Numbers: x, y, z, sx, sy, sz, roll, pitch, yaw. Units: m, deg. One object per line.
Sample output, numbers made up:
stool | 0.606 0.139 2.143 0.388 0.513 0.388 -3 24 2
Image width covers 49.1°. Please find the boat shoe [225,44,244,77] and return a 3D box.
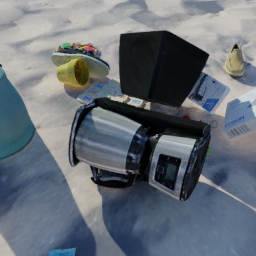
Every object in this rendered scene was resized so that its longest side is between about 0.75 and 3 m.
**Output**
boat shoe | 4.579 -2.981 11.986 0.776 0.825 2.167 6 40 8

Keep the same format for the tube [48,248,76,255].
tube | -1.266 2.886 5.217 0.547 0.356 1.412 2 34 -11

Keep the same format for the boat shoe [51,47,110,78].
boat shoe | -1.834 -2.833 11.640 2.845 1.063 0.943 13 52 29

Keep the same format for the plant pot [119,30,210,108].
plant pot | 0.965 -1.791 9.084 2.171 1.931 2.176 10 4 -41

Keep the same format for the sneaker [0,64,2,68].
sneaker | -5.561 -2.341 11.664 0.389 0.348 0.950 30 50 7

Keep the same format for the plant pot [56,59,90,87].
plant pot | -2.180 -2.120 10.866 0.985 1.047 1.047 2 37 26

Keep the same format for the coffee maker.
coffee maker | 0.484 0.260 7.097 2.983 2.009 2.865 17 42 18

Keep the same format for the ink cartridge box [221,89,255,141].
ink cartridge box | 3.961 -0.821 8.342 0.457 2.249 2.253 46 42 -14

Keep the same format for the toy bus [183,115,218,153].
toy bus | 1.750 0.199 7.781 0.607 1.175 1.109 -8 28 -43

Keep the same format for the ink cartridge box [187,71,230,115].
ink cartridge box | 2.541 -1.274 9.496 1.414 1.023 0.596 38 12 26

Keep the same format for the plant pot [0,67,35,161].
plant pot | -4.050 -0.542 7.946 2.299 2.161 2.299 0 40 0

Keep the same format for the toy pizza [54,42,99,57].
toy pizza | -2.429 -3.705 13.258 2.143 0.339 2.143 0 39 0

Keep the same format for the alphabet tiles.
alphabet tiles | -0.563 -1.163 10.280 2.302 0.172 2.354 16 41 18
